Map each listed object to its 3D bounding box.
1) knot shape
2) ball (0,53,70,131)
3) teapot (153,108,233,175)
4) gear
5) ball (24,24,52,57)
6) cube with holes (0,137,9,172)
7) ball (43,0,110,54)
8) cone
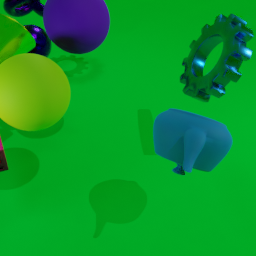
[{"bbox_3d":[-2.245,-3.620,7.144,1.885,0.871,1.764,-5,61,31],"label":"knot shape"},{"bbox_3d":[-1.747,-0.637,5.074,1.382,1.382,1.382,0,44,0],"label":"ball"},{"bbox_3d":[0.967,0.275,4.496,1.276,1.005,2.052,18,3,7],"label":"teapot"},{"bbox_3d":[1.862,-1.524,6.180,0.348,1.884,1.884,19,39,-22],"label":"gear"},{"bbox_3d":[-2.182,-1.909,6.386,0.853,0.853,0.853,0,44,0],"label":"ball"},{"bbox_3d":[-2.615,0.324,4.841,0.801,0.801,0.801,-14,63,-24],"label":"cube with holes"},{"bbox_3d":[-1.050,-2.222,5.781,1.354,1.354,1.354,0,44,0],"label":"ball"},{"bbox_3d":[-2.515,-1.381,5.341,1.117,1.117,1.121,12,71,12],"label":"cone"}]
